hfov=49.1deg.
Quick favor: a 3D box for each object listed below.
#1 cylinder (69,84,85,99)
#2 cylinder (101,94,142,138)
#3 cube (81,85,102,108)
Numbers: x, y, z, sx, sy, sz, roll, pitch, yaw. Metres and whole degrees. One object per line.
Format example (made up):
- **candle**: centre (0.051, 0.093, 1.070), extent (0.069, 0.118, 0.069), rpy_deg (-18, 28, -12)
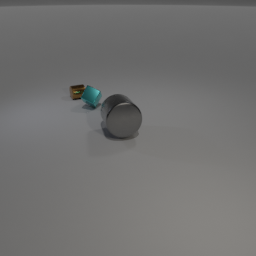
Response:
- **cylinder**: centre (-2.633, -1.897, 14.653), extent (0.700, 0.700, 0.700), rpy_deg (-13, 30, -23)
- **cylinder**: centre (-0.292, -0.507, 11.008), extent (1.400, 1.400, 1.400), rpy_deg (-6, 21, -12)
- **cube**: centre (-1.733, -1.497, 13.355), extent (0.700, 0.700, 0.700), rpy_deg (26, -10, 6)
